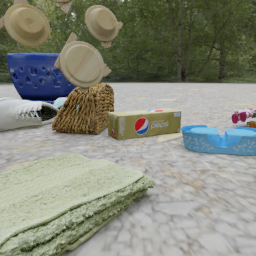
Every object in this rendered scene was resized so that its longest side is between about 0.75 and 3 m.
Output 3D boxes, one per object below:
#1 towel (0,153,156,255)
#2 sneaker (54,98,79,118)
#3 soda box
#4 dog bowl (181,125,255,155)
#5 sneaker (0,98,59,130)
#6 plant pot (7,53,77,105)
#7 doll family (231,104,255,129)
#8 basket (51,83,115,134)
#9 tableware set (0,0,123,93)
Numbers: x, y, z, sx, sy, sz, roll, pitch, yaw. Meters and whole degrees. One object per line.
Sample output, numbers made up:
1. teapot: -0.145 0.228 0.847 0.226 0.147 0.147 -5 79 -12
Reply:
1. towel: -1.033 0.836 3.577 1.925 0.473 2.595 7 13 34
2. sneaker: -1.720 -0.639 10.561 2.286 0.845 0.937 -2 30 1
3. soda box: 0.485 -0.153 8.016 2.084 0.667 0.706 -5 13 -27
4. dog bowl: 2.169 0.266 6.447 1.882 0.467 1.049 2 11 14
5. sneaker: -3.263 -0.502 8.902 0.971 1.002 2.744 1 10 26
6. plant pot: -3.727 -2.210 13.437 2.856 2.568 2.857 1 11 9
7. doll family: 4.479 -0.298 8.514 1.518 1.102 2.446 -20 4 -42
8. basket: -1.367 -0.709 8.769 1.524 1.460 2.045 4 11 12
9. tableware set: -1.429 -2.476 6.666 2.975 2.485 0.345 36 -25 -22
